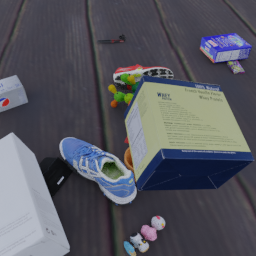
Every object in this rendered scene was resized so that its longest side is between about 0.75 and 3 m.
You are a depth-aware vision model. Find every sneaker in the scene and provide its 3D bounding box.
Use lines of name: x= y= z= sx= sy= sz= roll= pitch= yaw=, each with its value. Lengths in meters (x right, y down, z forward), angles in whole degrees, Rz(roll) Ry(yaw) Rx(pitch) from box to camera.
sneaker: x=0.552 y=-1.996 z=10.148 sx=2.160 sy=0.832 sz=0.917 roll=-1 pitch=42 yaw=-2
sneaker: x=-0.768 y=0.875 z=7.252 sx=2.549 sy=0.982 sz=0.965 roll=31 pitch=51 yaw=22

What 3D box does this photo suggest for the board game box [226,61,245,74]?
board game box: x=4.205 y=-2.381 z=10.971 sx=0.453 sy=0.122 sz=0.755 roll=-8 pitch=47 yaw=-1

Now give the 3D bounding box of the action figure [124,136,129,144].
action figure: x=0.558 y=0.347 z=5.442 sx=1.163 sy=0.575 sz=0.379 roll=34 pitch=31 yaw=10

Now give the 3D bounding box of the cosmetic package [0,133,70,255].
cosmetic package: x=-2.641 y=1.699 z=6.178 sx=1.635 sy=1.176 sz=2.897 roll=-30 pitch=51 yaw=-4

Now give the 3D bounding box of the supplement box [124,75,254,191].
supplement box: x=0.747 y=0.090 z=3.920 sx=1.300 sy=0.873 sz=1.299 roll=4 pitch=53 yaw=-20

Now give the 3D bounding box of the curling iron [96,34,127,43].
curling iron: x=-0.721 y=-3.872 z=12.290 sx=1.334 sy=0.170 sz=0.331 roll=-10 pitch=84 yaw=-5

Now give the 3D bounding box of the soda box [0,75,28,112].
soda box: x=-4.568 y=-0.916 z=9.165 sx=2.295 sy=0.728 sz=0.783 roll=-25 pitch=52 yaw=-21

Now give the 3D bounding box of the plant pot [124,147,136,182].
plant pot: x=0.359 y=0.987 z=7.365 sx=0.973 sy=0.681 sz=0.973 roll=5 pitch=44 yaw=-5

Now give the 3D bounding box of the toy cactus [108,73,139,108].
toy cactus: x=0.442 y=-0.789 z=9.018 sx=1.932 sy=1.197 sz=2.342 roll=2 pitch=41 yaw=-24

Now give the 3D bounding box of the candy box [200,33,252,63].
candy box: x=3.950 y=-3.278 z=11.431 sx=1.550 sy=0.597 sz=1.310 roll=-9 pitch=43 yaw=-11

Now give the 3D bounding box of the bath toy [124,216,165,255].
bath toy: x=0.428 y=2.384 z=6.300 sx=1.117 sy=0.413 sz=0.486 roll=-33 pitch=55 yaw=-28

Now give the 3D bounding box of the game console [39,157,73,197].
game console: x=-2.130 y=1.297 z=7.533 sx=0.858 sy=0.568 sz=0.976 roll=39 pitch=53 yaw=-6
